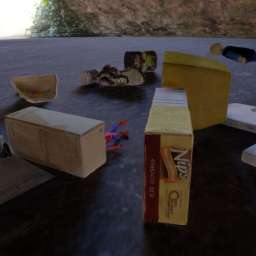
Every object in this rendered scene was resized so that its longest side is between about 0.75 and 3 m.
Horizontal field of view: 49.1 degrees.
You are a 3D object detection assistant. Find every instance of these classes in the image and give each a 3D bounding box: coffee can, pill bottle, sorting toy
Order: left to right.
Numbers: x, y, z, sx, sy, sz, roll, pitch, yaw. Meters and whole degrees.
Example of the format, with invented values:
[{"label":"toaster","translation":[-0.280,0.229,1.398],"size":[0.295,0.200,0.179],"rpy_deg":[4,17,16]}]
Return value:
[{"label":"sorting toy","translation":[-3.540,-1.423,10.950],"size":[1.822,0.973,1.640],"rpy_deg":[-10,32,-26]},{"label":"pill bottle","translation":[-1.819,-2.582,14.011],"size":[0.671,0.671,1.180],"rpy_deg":[15,27,34]},{"label":"coffee can","translation":[0.750,-3.959,16.651],"size":[1.702,1.245,1.245],"rpy_deg":[-8,23,-19]}]

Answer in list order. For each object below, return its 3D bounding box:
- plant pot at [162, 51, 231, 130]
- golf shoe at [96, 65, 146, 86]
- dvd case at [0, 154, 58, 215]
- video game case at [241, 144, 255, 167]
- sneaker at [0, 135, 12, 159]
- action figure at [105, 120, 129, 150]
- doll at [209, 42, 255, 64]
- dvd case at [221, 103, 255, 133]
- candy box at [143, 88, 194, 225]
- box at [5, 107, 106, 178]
[{"label":"plant pot","translation":[1.933,-1.095,8.222],"size":[1.805,2.047,2.047],"rpy_deg":[1,24,9]},{"label":"golf shoe","translation":[-0.327,-2.344,13.444],"size":[2.476,0.956,1.090],"rpy_deg":[11,45,28]},{"label":"dvd case","translation":[-2.750,1.022,5.644],"size":[2.258,0.198,1.611],"rpy_deg":[17,27,35]},{"label":"video game case","translation":[4.470,0.728,6.172],"size":[2.569,0.334,2.822],"rpy_deg":[-17,27,-36]},{"label":"sneaker","translation":[-2.934,0.506,6.359],"size":[0.424,0.369,0.942],"rpy_deg":[-30,28,-18]},{"label":"action figure","translation":[-0.295,0.218,7.196],"size":[0.772,0.509,1.560],"rpy_deg":[2,19,33]},{"label":"doll","translation":[3.069,-1.935,7.373],"size":[1.836,0.445,1.253],"rpy_deg":[9,28,7]},{"label":"dvd case","translation":[3.636,-0.385,8.636],"size":[1.992,0.245,2.792],"rpy_deg":[-11,17,-24]},{"label":"candy box","translation":[0.792,0.309,5.497],"size":[0.772,1.611,2.792],"rpy_deg":[3,22,8]},{"label":"box","translation":[-1.657,0.253,6.430],"size":[2.243,1.065,0.872],"rpy_deg":[11,25,28]}]
